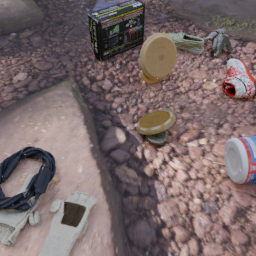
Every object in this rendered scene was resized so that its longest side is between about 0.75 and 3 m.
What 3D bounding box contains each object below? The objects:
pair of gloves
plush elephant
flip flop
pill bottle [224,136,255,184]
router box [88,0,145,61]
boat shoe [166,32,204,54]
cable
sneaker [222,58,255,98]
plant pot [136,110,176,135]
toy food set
[{"bbox_3d":[-2.464,2.526,8.123,2.649,0.464,2.252,18,51,17],"label":"pair of gloves"},{"bbox_3d":[4.425,-4.339,13.925,1.137,1.380,1.069,-30,36,-15],"label":"plush elephant"},{"bbox_3d":[1.202,-0.150,10.449,0.791,0.562,1.951,17,50,15],"label":"flip flop"},{"bbox_3d":[4.564,0.941,8.870,2.601,1.459,1.459,-5,48,-3],"label":"pill bottle"},{"bbox_3d":[-0.498,-4.749,13.543,2.793,2.093,0.868,-29,55,-24],"label":"router box"},{"bbox_3d":[2.753,-4.468,14.207,2.373,0.736,0.854,22,52,18],"label":"boat shoe"},{"bbox_3d":[-3.412,1.554,8.874,2.097,0.653,2.570,-9,38,8],"label":"cable"},{"bbox_3d":[4.556,-2.201,12.138,1.262,0.786,2.354,-9,51,-12],"label":"sneaker"},{"bbox_3d":[0.992,-0.268,10.304,1.496,0.206,1.496,-17,29,10],"label":"plant pot"},{"bbox_3d":[1.310,-3.044,12.077,2.009,2.030,0.494,-33,33,-18],"label":"toy food set"}]
